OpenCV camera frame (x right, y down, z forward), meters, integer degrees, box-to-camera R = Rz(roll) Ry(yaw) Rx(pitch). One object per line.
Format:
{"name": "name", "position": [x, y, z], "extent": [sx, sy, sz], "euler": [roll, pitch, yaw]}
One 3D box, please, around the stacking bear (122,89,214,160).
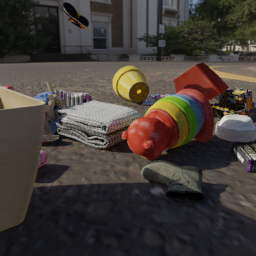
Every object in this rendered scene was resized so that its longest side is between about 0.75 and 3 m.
{"name": "stacking bear", "position": [1.120, -0.036, 8.153], "extent": [1.754, 1.643, 2.889], "euler": [27, 37, 33]}

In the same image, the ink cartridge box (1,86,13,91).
{"name": "ink cartridge box", "position": [-5.581, -0.865, 11.072], "extent": [1.395, 1.389, 1.920], "euler": [2, 17, 5]}

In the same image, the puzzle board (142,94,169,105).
{"name": "puzzle board", "position": [1.700, -1.593, 15.503], "extent": [1.863, 0.215, 2.472], "euler": [1, 17, 2]}

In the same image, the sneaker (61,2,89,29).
{"name": "sneaker", "position": [-2.227, -4.458, 11.296], "extent": [0.588, 0.457, 1.308], "euler": [-9, -32, 46]}

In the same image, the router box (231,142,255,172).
{"name": "router box", "position": [3.490, 0.752, 7.531], "extent": [1.023, 0.350, 1.371], "euler": [1, 17, 4]}

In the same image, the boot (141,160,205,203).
{"name": "boot", "position": [0.917, 1.158, 6.068], "extent": [1.449, 0.491, 0.947], "euler": [3, 23, 15]}

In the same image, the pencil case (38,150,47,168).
{"name": "pencil case", "position": [-2.425, 0.903, 6.915], "extent": [0.459, 0.439, 1.061], "euler": [21, 21, 11]}

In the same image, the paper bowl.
{"name": "paper bowl", "position": [3.706, -0.038, 9.569], "extent": [1.337, 0.696, 1.337], "euler": [-1, 16, 0]}

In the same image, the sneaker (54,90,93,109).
{"name": "sneaker", "position": [-2.761, -1.418, 14.006], "extent": [2.205, 0.887, 0.975], "euler": [6, 11, 4]}

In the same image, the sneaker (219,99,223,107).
{"name": "sneaker", "position": [4.785, -1.190, 13.639], "extent": [0.883, 0.510, 0.346], "euler": [-7, 18, -19]}

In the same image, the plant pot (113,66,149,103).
{"name": "plant pot", "position": [0.287, -2.217, 15.074], "extent": [1.832, 1.832, 1.724], "euler": [-7, 30, -21]}

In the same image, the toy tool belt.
{"name": "toy tool belt", "position": [-3.010, -0.638, 9.780], "extent": [1.722, 1.695, 2.758], "euler": [0, 17, -1]}

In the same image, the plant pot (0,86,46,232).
{"name": "plant pot", "position": [-3.008, 0.621, 4.768], "extent": [2.514, 2.226, 2.511], "euler": [-13, 21, -39]}

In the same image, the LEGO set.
{"name": "LEGO set", "position": [4.220, -1.156, 11.901], "extent": [1.645, 1.239, 2.139], "euler": [-14, 20, -7]}

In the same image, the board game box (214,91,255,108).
{"name": "board game box", "position": [4.965, -1.544, 13.970], "extent": [1.498, 0.381, 2.214], "euler": [21, 5, -29]}

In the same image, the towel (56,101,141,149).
{"name": "towel", "position": [-1.002, -0.128, 9.423], "extent": [2.350, 1.006, 1.946], "euler": [13, 23, 32]}

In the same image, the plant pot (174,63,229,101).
{"name": "plant pot", "position": [3.186, -1.917, 12.732], "extent": [1.875, 1.654, 1.876], "euler": [-33, -3, 32]}
